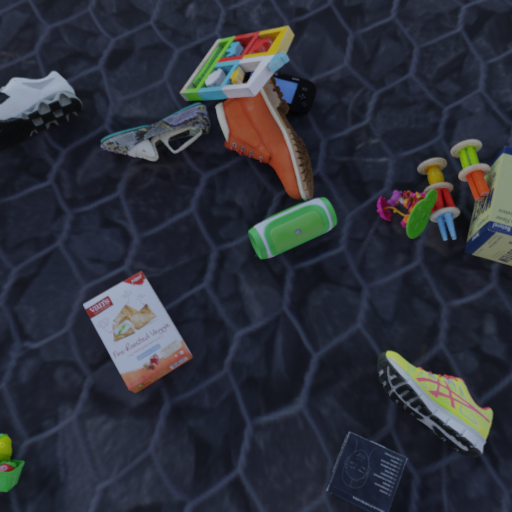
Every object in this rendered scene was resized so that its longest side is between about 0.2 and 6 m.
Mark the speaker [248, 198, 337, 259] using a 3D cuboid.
[{"bbox_3d":[0.724,-0.553,11.090,1.676,0.741,0.741,-25,73,-8],"label":"speaker"}]

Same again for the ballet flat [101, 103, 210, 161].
[{"bbox_3d":[-2.041,-2.457,11.745,2.365,0.851,0.851,-22,72,-7],"label":"ballet flat"}]

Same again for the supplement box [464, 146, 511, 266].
[{"bbox_3d":[5.321,-0.829,10.906,1.850,1.242,1.848,17,72,6],"label":"supplement box"}]

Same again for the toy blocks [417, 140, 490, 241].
[{"bbox_3d":[4.001,-1.253,11.059,0.607,1.393,1.671,12,62,-41],"label":"toy blocks"}]

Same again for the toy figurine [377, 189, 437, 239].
[{"bbox_3d":[2.912,-1.003,11.193,0.985,0.803,1.070,29,85,39],"label":"toy figurine"}]

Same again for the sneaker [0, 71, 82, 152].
[{"bbox_3d":[-5.188,-3.104,11.886,2.689,0.996,1.190,-27,73,-19],"label":"sneaker"}]

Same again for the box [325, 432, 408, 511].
[{"bbox_3d":[1.874,3.746,9.586,1.066,0.661,1.048,22,71,14],"label":"box"}]

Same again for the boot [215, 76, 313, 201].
[{"bbox_3d":[0.189,-2.258,11.650,1.524,1.066,2.842,-26,80,15],"label":"boot"}]

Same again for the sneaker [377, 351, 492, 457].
[{"bbox_3d":[3.209,2.455,10.054,2.313,0.904,1.045,42,65,10],"label":"sneaker"}]

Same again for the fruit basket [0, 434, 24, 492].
[{"bbox_3d":[-4.522,3.582,9.750,0.907,0.654,0.907,0,88,1],"label":"fruit basket"}]

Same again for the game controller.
[{"bbox_3d":[0.323,-3.649,12.331,1.943,0.409,1.014,16,73,5],"label":"game controller"}]

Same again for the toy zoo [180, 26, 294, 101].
[{"bbox_3d":[-0.308,-3.997,11.706,2.618,0.268,1.717,11,64,44],"label":"toy zoo"}]

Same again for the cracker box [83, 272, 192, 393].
[{"bbox_3d":[-2.214,1.411,10.498,1.262,0.543,1.884,-31,73,-10],"label":"cracker box"}]
